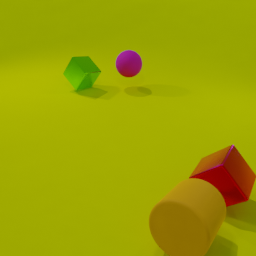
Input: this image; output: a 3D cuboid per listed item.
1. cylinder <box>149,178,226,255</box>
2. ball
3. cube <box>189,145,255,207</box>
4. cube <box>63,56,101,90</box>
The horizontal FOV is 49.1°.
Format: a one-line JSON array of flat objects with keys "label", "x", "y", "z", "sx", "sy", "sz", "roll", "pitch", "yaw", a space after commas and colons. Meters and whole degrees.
[{"label": "cylinder", "x": 0.978, "y": 1.432, "z": 4.524, "sx": 0.973, "sy": 0.973, "sz": 0.973, "roll": 18, "pitch": 21, "yaw": 29}, {"label": "ball", "x": 0.035, "y": -2.437, "z": 10.660, "sx": 1.019, "sy": 1.019, "sz": 1.019, "roll": 0, "pitch": 29, "yaw": 0}, {"label": "cube", "x": 1.843, "y": 0.961, "z": 5.442, "sx": 0.809, "sy": 0.809, "sz": 0.809, "roll": -35, "pitch": 2, "yaw": 42}, {"label": "cube", "x": -1.742, "y": -2.102, "z": 10.661, "sx": 0.884, "sy": 0.884, "sz": 0.884, "roll": 51, "pitch": 36, "yaw": 14}]
